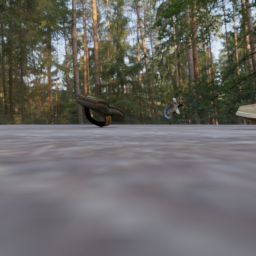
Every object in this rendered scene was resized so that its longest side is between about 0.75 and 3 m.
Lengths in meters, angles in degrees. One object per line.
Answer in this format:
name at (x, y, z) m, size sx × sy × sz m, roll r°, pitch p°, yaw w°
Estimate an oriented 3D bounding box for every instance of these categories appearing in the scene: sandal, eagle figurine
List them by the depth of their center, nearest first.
sandal at (-0.850, -0.412, 8.621) m, size 1.115 × 0.745 × 2.728 m, roll 14°, pitch -3°, yaw 11°
eagle figurine at (1.761, -0.657, 10.801) m, size 0.952 × 0.722 × 0.718 m, roll -41°, pitch 6°, yaw 8°

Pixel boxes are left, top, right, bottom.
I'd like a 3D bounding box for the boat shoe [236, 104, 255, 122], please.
boat shoe at (2.889, -0.390, 5.410) m, size 0.633 × 0.594 × 1.718 m, roll 12°, pitch -1°, yaw -30°
